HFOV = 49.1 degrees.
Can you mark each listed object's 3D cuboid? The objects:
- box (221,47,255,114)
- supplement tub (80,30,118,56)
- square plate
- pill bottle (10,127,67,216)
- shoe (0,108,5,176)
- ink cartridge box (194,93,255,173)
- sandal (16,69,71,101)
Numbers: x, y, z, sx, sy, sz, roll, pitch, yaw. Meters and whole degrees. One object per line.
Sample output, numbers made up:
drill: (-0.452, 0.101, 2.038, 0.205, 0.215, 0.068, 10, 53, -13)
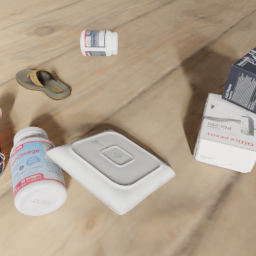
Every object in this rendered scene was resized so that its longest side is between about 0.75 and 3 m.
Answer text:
box: (3.679, -1.152, 6.957, 1.791, 1.024, 1.967, 32, 49, 29)
supplement tub: (-1.163, -3.451, 11.429, 1.423, 0.998, 0.998, 2, 44, 2)
square plate: (-0.312, 0.802, 6.884, 2.407, 0.346, 2.430, 33, 29, 26)
pill bottle: (-2.244, 0.958, 6.839, 1.134, 1.134, 2.086, -15, 46, -15)
shoe: (-3.800, 0.476, 7.464, 1.337, 1.050, 2.938, 9, 50, 7)
ink cartridge box: (2.820, 0.068, 7.927, 1.525, 0.888, 2.094, 13, 48, 13)
sandal: (-3.004, -1.668, 9.862, 2.347, 0.641, 0.959, 29, 51, 26)
